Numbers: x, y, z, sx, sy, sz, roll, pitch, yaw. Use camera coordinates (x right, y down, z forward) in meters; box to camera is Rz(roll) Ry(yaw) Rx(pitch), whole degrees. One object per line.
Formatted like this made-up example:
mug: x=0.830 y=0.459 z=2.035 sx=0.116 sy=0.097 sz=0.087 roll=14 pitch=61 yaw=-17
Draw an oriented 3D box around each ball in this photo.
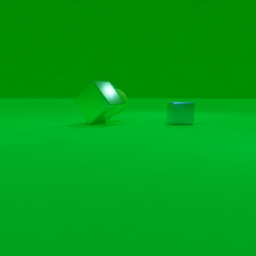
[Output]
ball: x=-0.544 y=-1.059 z=11.321 sx=1.035 sy=1.035 sz=1.035 roll=0 pitch=7 yaw=0

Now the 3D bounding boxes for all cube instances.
cube: x=1.852 y=-0.525 z=9.924 sx=0.769 sy=0.769 sz=0.769 roll=-1 pitch=7 yaw=-7
cube: x=-1.008 y=-0.898 z=9.871 sx=1.095 sy=1.095 sz=1.095 roll=-41 pitch=-12 yaw=25
